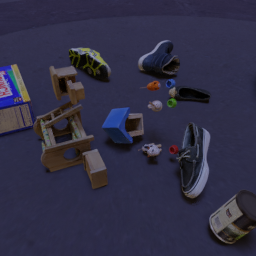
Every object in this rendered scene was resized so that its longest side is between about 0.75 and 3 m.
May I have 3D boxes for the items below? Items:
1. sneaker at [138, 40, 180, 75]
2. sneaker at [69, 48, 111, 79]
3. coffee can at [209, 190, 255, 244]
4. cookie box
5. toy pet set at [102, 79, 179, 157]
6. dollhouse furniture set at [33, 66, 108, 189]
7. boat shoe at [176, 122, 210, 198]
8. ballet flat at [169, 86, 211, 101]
[{"bbox_3d":[1.700,-2.971,11.801,1.593,0.838,2.205,18,50,38],"label":"sneaker"},{"bbox_3d":[-1.463,-2.847,11.669,0.990,0.977,2.592,-27,47,-30],"label":"sneaker"},{"bbox_3d":[2.175,1.764,5.563,0.683,0.933,0.683,18,40,-15],"label":"coffee can"},{"bbox_3d":[-4.635,-0.765,8.797,2.873,1.080,2.458,-17,44,-21],"label":"cookie box"},{"bbox_3d":[0.274,-0.222,7.546,1.850,1.981,1.052,-1,6,44],"label":"toy pet set"},{"bbox_3d":[-1.622,-0.005,6.961,1.393,2.216,2.505,-15,39,-17],"label":"dollhouse furniture set"},{"bbox_3d":[1.523,0.732,6.923,0.713,0.725,2.011,33,48,-18],"label":"boat shoe"},{"bbox_3d":[2.200,-1.240,9.912,1.491,0.495,0.424,4,6,1],"label":"ballet flat"}]
